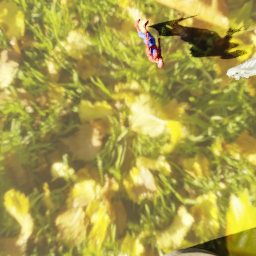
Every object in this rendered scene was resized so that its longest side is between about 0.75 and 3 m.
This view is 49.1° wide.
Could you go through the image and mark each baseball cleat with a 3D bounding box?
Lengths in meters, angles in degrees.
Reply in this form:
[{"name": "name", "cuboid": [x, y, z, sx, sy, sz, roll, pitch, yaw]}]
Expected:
[{"name": "baseball cleat", "cuboid": [3.507, -1.802, 7.870, 1.370, 0.478, 0.729, -3, 74, 26]}]

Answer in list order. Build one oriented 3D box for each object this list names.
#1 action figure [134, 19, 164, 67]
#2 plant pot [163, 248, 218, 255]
[{"name": "action figure", "cuboid": [0.689, -2.487, 8.232, 0.556, 0.439, 1.699, -3, 66, -39]}, {"name": "plant pot", "cuboid": [1.257, 3.735, 6.212, 2.370, 2.056, 2.370, 1, 81, -4]}]
